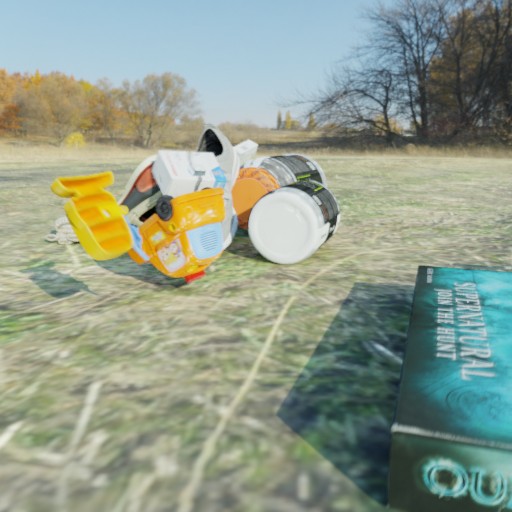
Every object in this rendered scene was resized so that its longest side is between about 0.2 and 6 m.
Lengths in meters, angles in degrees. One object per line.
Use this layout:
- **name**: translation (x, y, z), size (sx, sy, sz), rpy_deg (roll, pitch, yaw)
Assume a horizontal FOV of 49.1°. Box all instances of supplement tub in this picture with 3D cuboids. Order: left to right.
- **supplement tub**: translation (0.493, -1.619, 14.328), size (1.869, 1.869, 3.050), rpy_deg (6, 14, 25)
- **supplement tub**: translation (0.879, -0.771, 11.524), size (1.477, 1.477, 2.412), rpy_deg (5, 15, 20)

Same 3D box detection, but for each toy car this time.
- **toy car**: translation (-1.622, -0.096, 7.705), size (1.896, 1.286, 3.866), rpy_deg (-29, -5, 22)

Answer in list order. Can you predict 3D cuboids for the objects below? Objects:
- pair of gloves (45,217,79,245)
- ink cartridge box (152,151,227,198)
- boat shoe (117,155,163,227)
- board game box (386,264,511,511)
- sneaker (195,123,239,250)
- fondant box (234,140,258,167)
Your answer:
- **pair of gloves**: translation (-2.950, -0.761, 13.413), size (3.490, 0.612, 2.967), rpy_deg (3, 14, 17)
- **ink cartridge box**: translation (-1.264, -1.535, 10.629), size (1.158, 0.497, 0.848), rpy_deg (-3, 49, -34)
- **boat shoe**: translation (-2.395, -0.993, 11.900), size (0.991, 0.871, 2.783), rpy_deg (-39, -4, -41)
- **board game box**: translation (3.161, 1.026, 5.502), size (3.281, 0.683, 4.851), rpy_deg (4, 14, 17)
- **sneaker**: translation (-1.118, -1.433, 11.930), size (1.212, 1.330, 3.244), rpy_deg (-9, 52, 13)
- **fondant box**: translation (-0.404, -2.338, 14.394), size (0.322, 1.106, 0.798), rpy_deg (32, 41, 17)
